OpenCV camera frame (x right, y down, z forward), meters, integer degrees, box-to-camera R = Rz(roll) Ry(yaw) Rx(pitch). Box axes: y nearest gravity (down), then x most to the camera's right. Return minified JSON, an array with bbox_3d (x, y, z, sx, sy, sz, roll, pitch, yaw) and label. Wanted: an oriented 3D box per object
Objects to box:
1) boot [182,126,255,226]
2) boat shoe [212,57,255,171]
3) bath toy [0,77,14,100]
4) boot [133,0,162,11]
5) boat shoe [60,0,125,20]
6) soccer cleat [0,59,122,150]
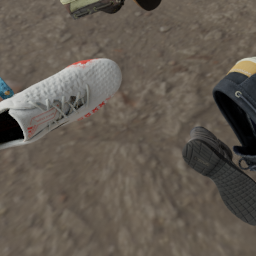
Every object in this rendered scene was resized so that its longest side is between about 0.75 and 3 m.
[{"bbox_3d":[1.772,0.709,4.910,1.813,0.633,1.194,49,25,5],"label":"boot"},{"bbox_3d":[2.219,0.353,4.488,0.915,1.096,2.938,-30,101,-12],"label":"boat shoe"},{"bbox_3d":[-3.475,-0.366,5.726,0.805,0.948,2.179,47,58,4],"label":"bath toy"},{"bbox_3d":[-0.219,-4.543,7.626,1.084,2.944,1.111,-40,38,5],"label":"boot"},{"bbox_3d":[-0.430,-3.069,6.438,2.517,0.827,0.899,0,48,28],"label":"boat shoe"},{"bbox_3d":[-0.991,-0.228,3.408,2.062,0.707,0.878,-24,20,-2],"label":"soccer cleat"}]
